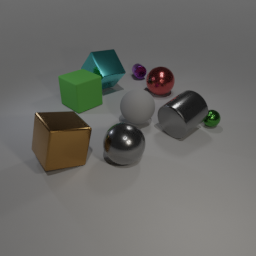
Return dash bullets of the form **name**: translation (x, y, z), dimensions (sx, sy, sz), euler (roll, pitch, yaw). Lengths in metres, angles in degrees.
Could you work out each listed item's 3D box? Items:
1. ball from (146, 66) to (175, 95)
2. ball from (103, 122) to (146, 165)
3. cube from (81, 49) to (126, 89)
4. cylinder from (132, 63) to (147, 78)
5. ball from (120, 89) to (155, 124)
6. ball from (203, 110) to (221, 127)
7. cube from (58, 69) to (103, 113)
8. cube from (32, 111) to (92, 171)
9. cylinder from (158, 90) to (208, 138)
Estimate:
- **ball**: translation (1.588, -2.309, 13.754), dimensions (1.400, 1.400, 1.400), euler (0, 32, 0)
- **ball**: translation (-0.122, 0.511, 9.228), dimensions (1.400, 1.400, 1.400), euler (0, 32, 0)
- **cube**: translation (-1.232, -2.841, 13.798), dimensions (1.400, 1.400, 1.400), euler (-19, 78, -36)
- **cylinder**: translation (0.620, -3.195, 15.647), dimensions (0.700, 0.700, 0.700), euler (-6, 25, -10)
- **ball**: translation (0.384, -0.855, 11.176), dimensions (1.400, 1.400, 1.400), euler (0, 32, 0)
- **ball**: translation (3.366, -0.392, 11.286), dimensions (0.700, 0.700, 0.700), euler (0, 32, 0)
- **cube**: translation (-2.148, -1.720, 12.794), dimensions (1.400, 1.400, 1.400), euler (-27, 40, -36)
- **cube**: translation (-2.203, 0.368, 9.171), dimensions (1.400, 1.400, 1.400), euler (-5, 29, -36)
- **cylinder**: translation (2.095, -0.531, 10.712), dimensions (1.400, 1.400, 1.400), euler (-34, 45, -30)
